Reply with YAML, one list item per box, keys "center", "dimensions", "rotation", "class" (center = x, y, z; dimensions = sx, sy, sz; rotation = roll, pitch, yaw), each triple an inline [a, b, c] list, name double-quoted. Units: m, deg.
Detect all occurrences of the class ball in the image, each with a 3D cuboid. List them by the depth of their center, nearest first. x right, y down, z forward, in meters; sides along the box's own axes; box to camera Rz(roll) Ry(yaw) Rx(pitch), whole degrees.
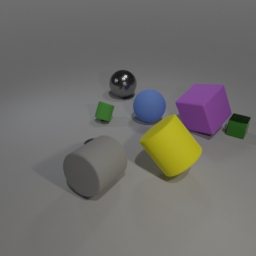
- center: [0.916, -0.947, 11.961]
  dimensions: [1.400, 1.400, 1.400]
  rotation: [0, 31, 0]
  class: "ball"
- center: [-0.254, -2.243, 14.209]
  dimensions: [1.400, 1.400, 1.400]
  rotation: [0, 31, 0]
  class: "ball"

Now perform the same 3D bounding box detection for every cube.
- center: [2.998, -0.791, 11.092]
  dimensions: [1.400, 1.400, 1.400]
  rotation: [-42, 32, -25]
  class: "cube"
- center: [4.416, -0.084, 11.216]
  dimensions: [0.700, 0.700, 0.700]
  rotation: [18, 35, 28]
  class: "cube"

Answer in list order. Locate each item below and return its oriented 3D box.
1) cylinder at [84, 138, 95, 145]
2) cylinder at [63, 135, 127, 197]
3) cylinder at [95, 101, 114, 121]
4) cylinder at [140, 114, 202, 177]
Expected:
- center: [-1.125, 0.790, 9.640]
  dimensions: [0.700, 0.700, 0.700]
  rotation: [-6, 22, 2]
  class: "cylinder"
- center: [-0.956, 1.105, 8.369]
  dimensions: [1.400, 1.400, 1.400]
  rotation: [18, 30, 28]
  class: "cylinder"
- center: [-1.009, -0.724, 12.064]
  dimensions: [0.700, 0.700, 0.700]
  rotation: [17, 6, -2]
  class: "cylinder"
- center: [1.320, 0.537, 8.699]
  dimensions: [1.400, 1.400, 1.400]
  rotation: [-39, 6, 5]
  class: "cylinder"
